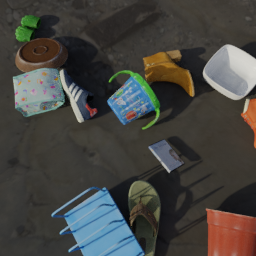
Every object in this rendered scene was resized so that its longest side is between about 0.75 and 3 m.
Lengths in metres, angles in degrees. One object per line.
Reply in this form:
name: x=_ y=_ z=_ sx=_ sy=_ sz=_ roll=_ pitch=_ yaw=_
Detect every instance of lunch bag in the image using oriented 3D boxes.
lunch bag: x=-3.574 y=-1.495 z=11.466 sx=1.872 sy=1.141 sz=1.594 roll=-15 pitch=68 yaw=0

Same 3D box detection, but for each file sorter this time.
file sorter: x=-1.004 y=3.459 z=9.012 sx=1.809 sy=1.599 sz=2.607 roll=-34 pitch=70 yaw=0

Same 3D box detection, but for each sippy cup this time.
sippy cup: x=0.138 y=-1.045 z=11.097 sx=1.612 sy=1.727 sz=2.200 roll=-35 pitch=58 yaw=-2

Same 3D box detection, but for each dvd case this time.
dvd case: x=1.478 y=1.031 z=10.670 sx=0.919 sy=0.113 sz=1.288 roll=-21 pitch=62 yaw=-39

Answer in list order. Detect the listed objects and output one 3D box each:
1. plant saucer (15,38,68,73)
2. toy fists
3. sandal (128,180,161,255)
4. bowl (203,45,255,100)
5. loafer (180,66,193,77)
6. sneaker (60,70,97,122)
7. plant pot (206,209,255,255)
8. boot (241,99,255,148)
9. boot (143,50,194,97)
plant saucer: x=-3.812 y=-3.263 z=12.248 sx=2.304 sy=0.397 sz=2.304 roll=-1 pitch=53 yaw=1
toy fists: x=-4.680 y=-4.636 z=13.064 sx=0.781 sy=0.527 sz=1.532 roll=16 pitch=67 yaw=-1
sandal: x=0.556 y=3.276 z=9.665 sx=1.170 sy=0.841 sz=2.947 roll=0 pitch=71 yaw=5
bowl: x=4.405 y=-2.291 z=11.966 sx=2.113 sy=0.789 sz=2.110 roll=39 pitch=73 yaw=13
loafer: x=2.515 y=-2.478 z=12.316 sx=0.751 sy=0.268 sz=0.274 roll=28 pitch=71 yaw=11
sneaker: x=-2.019 y=-1.446 z=11.610 sx=1.018 sy=0.903 sz=2.409 roll=-24 pitch=79 yaw=-9
plant pot: x=3.389 y=3.715 z=9.109 sx=1.864 sy=1.864 sz=1.813 roll=10 pitch=76 yaw=4
boot: x=5.116 y=-0.172 z=11.206 sx=1.193 sy=0.835 sz=2.226 roll=7 pitch=75 yaw=26
boot: x=1.676 y=-2.179 z=11.984 sx=1.761 sy=0.865 sz=2.460 roll=-18 pitch=67 yaw=0
